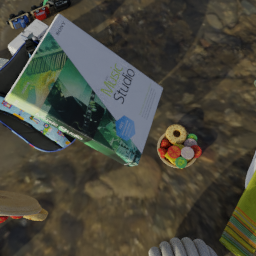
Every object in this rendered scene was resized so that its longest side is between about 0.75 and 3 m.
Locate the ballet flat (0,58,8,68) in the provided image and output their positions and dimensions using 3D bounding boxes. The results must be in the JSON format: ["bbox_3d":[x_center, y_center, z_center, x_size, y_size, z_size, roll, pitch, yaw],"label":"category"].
[{"bbox_3d":[-4.572,-1.841,8.980,2.891,1.004,1.004,-2,65,-1],"label":"ballet flat"}]

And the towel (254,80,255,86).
[{"bbox_3d":[5.343,-1.337,9.146,2.020,0.219,1.481,-23,68,-11],"label":"towel"}]

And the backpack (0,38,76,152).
[{"bbox_3d":[-2.372,-0.752,7.950,2.671,1.797,2.438,41,85,-12],"label":"backpack"}]

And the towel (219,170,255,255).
[{"bbox_3d":[3.299,2.014,7.145,1.127,0.237,2.620,40,74,-19],"label":"towel"}]

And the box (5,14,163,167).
[{"bbox_3d":[-0.622,-0.647,5.240,2.563,0.466,1.850,30,62,-21],"label":"box"}]

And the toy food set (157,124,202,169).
[{"bbox_3d":[1.493,0.573,8.201,1.239,0.304,1.252,37,70,15],"label":"toy food set"}]

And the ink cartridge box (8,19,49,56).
[{"bbox_3d":[-3.199,-2.768,9.378,0.582,0.993,1.356,31,69,10],"label":"ink cartridge box"}]

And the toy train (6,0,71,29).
[{"bbox_3d":[-3.278,-4.296,10.438,2.520,0.430,0.577,-29,80,-14],"label":"toy train"}]

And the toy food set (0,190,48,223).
[{"bbox_3d":[-2.566,1.591,5.693,1.606,1.623,0.395,10,85,17],"label":"toy food set"}]

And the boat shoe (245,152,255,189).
[{"bbox_3d":[3.827,1.044,7.834,0.621,0.658,1.833,26,61,12],"label":"boat shoe"}]

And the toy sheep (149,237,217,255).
[{"bbox_3d":[1.277,3.268,6.291,2.353,1.622,1.622,-8,65,-6],"label":"toy sheep"}]

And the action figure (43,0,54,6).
[{"bbox_3d":[-2.108,-3.959,7.492,0.694,0.322,1.176,-11,86,40],"label":"action figure"}]
